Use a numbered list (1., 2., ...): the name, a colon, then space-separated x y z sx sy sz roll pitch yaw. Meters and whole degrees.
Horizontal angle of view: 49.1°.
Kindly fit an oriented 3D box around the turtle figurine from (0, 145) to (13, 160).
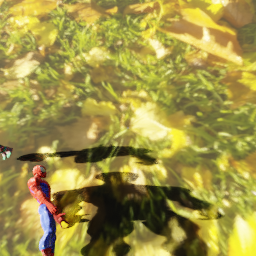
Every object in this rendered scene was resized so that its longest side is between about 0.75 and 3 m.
1. turtle figurine: -3.321 0.411 6.608 1.066 0.798 0.537 28 76 -29

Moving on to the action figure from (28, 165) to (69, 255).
1. action figure: -1.661 1.824 5.852 0.636 0.805 2.461 -20 57 -12
